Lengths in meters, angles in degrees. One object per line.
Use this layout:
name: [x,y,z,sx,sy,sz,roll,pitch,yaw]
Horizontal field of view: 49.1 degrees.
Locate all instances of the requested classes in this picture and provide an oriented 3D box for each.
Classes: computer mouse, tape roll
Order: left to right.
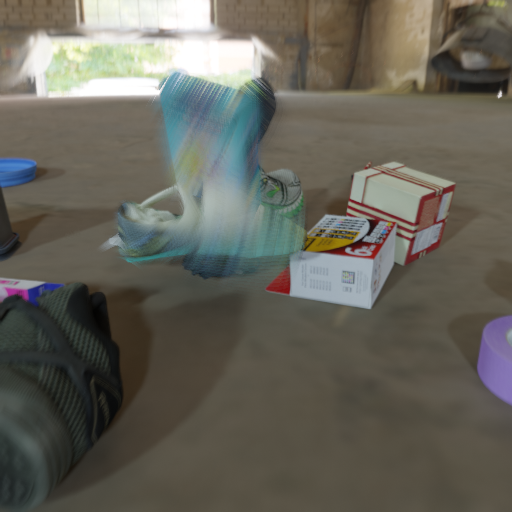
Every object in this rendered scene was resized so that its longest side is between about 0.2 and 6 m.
computer mouse: [-0.239,-1.764,9.150,0.448,2.631,0.771,10,-16,34]
tape roll: [2.978,1.083,5.650,1.352,0.444,1.352,1,20,0]

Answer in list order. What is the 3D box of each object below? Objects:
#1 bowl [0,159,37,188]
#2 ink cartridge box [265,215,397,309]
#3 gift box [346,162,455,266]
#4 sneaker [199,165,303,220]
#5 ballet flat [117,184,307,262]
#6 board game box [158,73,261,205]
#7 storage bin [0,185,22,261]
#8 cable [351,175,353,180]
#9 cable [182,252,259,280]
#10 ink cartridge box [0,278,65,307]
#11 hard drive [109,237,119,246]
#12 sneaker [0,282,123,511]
bowl: [-6.748,-2.126,14.451,2.072,0.407,2.072,0,21,0]
ink cartridge box: [1.119,0.000,8.172,1.538,0.735,1.752,7,22,21]
gift box: [2.342,-0.739,9.404,1.413,1.396,1.513,27,28,35]
sneaker: [0.028,-1.278,10.819,1.210,1.321,3.101,11,22,27]
ballet flat: [-0.742,-0.454,7.340,2.915,1.082,1.082,-4,16,29]
board game box: [-0.602,-1.485,7.610,1.285,1.702,0.399,23,51,27]
storage bin: [-4.945,-0.580,9.071,1.819,1.222,1.324,-3,20,-4]
cable: [2.943,-1.928,14.213,1.055,0.268,0.860,0,15,7]
cable: [-0.620,0.127,8.424,1.202,0.305,0.980,12,24,39]
ink cartridge box: [-2.911,0.623,6.522,1.483,0.702,0.275,3,20,9]
hard drive: [-1.911,-0.272,9.197,0.535,0.108,0.811,9,15,44]
sneaker: [-2.574,0.907,5.076,3.251,1.243,1.862,11,21,21]
